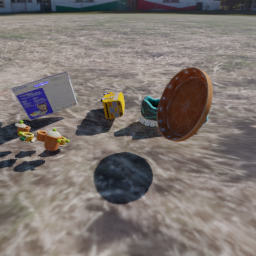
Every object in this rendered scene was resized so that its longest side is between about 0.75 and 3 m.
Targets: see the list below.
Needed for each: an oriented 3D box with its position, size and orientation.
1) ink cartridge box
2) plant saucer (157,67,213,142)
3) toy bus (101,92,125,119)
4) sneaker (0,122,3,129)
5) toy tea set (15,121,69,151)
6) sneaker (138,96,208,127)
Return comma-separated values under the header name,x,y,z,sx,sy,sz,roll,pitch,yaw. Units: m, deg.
name,x,y,z,sx,sy,sz,roll,pitch,yaw
ink cartridge box,-2.338,-0.971,8.025,1.550,1.564,0.339,-19,61,-10
plant saucer,1.259,-0.512,6.304,0.276,1.709,1.709,15,19,-27
toy bus,-0.454,-0.751,8.643,0.642,0.534,1.639,-10,17,4
sneaker,-3.716,0.072,7.317,0.899,0.478,0.336,-35,47,22
toy tea set,-2.082,0.107,6.657,1.343,0.497,0.798,15,12,0
sneaker,1.256,-0.464,7.883,1.986,0.906,0.770,4,45,10
